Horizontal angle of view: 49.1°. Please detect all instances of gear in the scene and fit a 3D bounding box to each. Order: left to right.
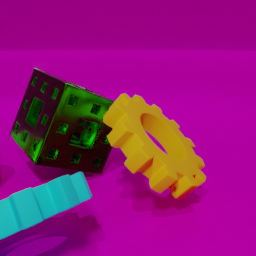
[{"bbox_3d":[-1.124,0.874,2.769,1.527,0.282,1.527,-23,-9,-4],"label":"gear"},{"bbox_3d":[0.409,0.204,4.017,1.651,0.305,1.651,34,27,-20],"label":"gear"}]

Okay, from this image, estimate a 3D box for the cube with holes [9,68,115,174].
[{"bbox_3d":[-1.051,-0.117,4.902,1.276,1.276,1.276,18,8,-43],"label":"cube with holes"}]
